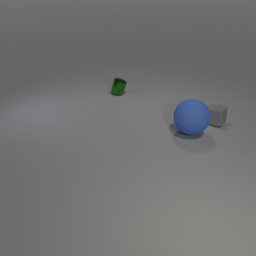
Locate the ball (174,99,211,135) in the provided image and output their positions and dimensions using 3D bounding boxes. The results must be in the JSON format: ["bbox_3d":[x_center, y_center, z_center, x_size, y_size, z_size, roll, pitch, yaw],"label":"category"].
[{"bbox_3d":[2.472,-0.432,10.833,1.400,1.400,1.400,0,28,0],"label":"ball"}]

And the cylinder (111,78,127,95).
[{"bbox_3d":[-0.489,-2.206,14.894,0.700,0.700,0.700,16,27,-8],"label":"cylinder"}]

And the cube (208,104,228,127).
[{"bbox_3d":[3.751,-0.547,11.912,0.700,0.700,0.700,14,30,34],"label":"cube"}]
